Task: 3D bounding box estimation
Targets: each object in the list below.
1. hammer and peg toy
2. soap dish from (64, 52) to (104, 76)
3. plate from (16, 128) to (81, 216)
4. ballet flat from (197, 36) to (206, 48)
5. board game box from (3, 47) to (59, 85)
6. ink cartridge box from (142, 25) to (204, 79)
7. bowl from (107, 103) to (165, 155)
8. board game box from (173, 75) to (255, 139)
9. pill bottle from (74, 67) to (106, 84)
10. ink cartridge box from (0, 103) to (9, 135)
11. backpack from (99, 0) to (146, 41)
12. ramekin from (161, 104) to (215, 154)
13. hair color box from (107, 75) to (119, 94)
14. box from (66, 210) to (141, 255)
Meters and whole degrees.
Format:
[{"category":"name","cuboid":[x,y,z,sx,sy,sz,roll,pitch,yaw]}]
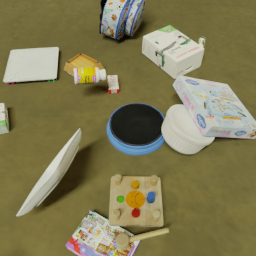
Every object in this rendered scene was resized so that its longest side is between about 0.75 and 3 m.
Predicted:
[{"category":"hammer and peg toy","cuboid":[0.297,2.653,8.951,1.792,0.859,2.436,1,50,-1]},{"category":"soap dish","cuboid":[-2.149,-2.953,13.620,1.605,0.652,1.263,31,57,24]},{"category":"plate","cuboid":[-2.314,1.391,8.760,0.387,2.387,2.392,36,28,-12]},{"category":"ballet flat","cuboid":[3.843,-4.381,14.885,0.532,0.532,1.433,11,52,9]},{"category":"board game box","cuboid":[-4.724,-3.108,13.961,2.461,0.318,2.461,-5,52,-4]},{"category":"ink cartridge box","cuboid":[2.234,-3.865,14.073,1.888,1.090,2.584,-30,57,-22]},{"category":"bowl","cuboid":[0.369,-0.043,11.371,2.482,0.487,2.482,0,51,0]},{"category":"board game box","cuboid":[3.558,-0.838,11.256,2.837,0.584,2.830,5,46,-29]},{"category":"pill bottle","cuboid":[-1.573,-2.161,11.551,1.276,0.665,0.665,-5,51,-10]},{"category":"ink cartridge box","cuboid":[-5.480,-0.333,11.566,0.936,0.539,1.283,-13,52,-11]},{"category":"backpack","cuboid":[-0.353,-6.114,15.049,2.230,2.895,2.758,28,62,11]},{"category":"ramekin","cuboid":[2.191,0.106,10.604,2.006,0.934,2.006,17,41,-16]},{"category":"hair color box","cuboid":[-0.694,-2.043,13.109,0.497,0.300,0.979,-5,52,-3]},{"category":"box","cuboid":[-0.740,3.531,8.544,1.898,0.371,1.299,24,55,18]}]
